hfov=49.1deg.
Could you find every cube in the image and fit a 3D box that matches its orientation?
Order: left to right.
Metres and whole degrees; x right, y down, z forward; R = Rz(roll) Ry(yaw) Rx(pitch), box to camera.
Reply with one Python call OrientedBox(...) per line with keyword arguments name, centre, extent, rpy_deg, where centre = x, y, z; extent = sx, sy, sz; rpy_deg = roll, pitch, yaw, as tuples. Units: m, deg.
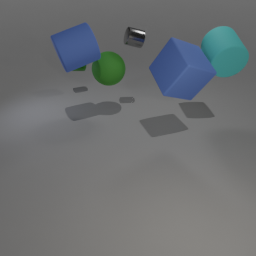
OrientedBox(name="cube", centre=(1.839, -1.980, 9.607), extent=(1.400, 1.400, 1.400), rpy_deg=(4, 51, -36))

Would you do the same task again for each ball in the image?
OrientedBox(name="ball", centre=(-0.804, -2.466, 11.652), extent=(1.400, 1.400, 1.400), rpy_deg=(0, 30, 0))

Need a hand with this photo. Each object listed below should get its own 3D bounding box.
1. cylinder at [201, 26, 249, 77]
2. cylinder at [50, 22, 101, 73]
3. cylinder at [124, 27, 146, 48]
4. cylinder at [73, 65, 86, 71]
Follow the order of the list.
OrientedBox(name="cylinder", centre=(3.643, -2.893, 10.654), extent=(1.400, 1.400, 1.400), rpy_deg=(-3, 48, -5))
OrientedBox(name="cylinder", centre=(-1.915, -2.953, 10.313), extent=(1.400, 1.400, 1.400), rpy_deg=(-25, 35, -9))
OrientedBox(name="cylinder", centre=(0.259, -3.659, 11.342), extent=(0.700, 0.700, 0.700), rpy_deg=(8, 27, -19))
OrientedBox(name="cylinder", centre=(-2.581, -3.275, 14.362), extent=(0.700, 0.700, 0.700), rpy_deg=(-6, 30, -30))
